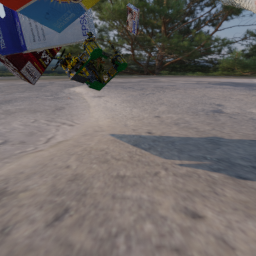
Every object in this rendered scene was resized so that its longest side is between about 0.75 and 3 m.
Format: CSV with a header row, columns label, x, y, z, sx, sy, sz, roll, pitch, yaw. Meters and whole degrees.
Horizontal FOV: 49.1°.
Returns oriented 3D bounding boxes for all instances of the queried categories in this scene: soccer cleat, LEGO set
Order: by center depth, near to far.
label,x,y,z,sx,sy,sz,roll,pitch,yaw
soccer cleat,2.053,-2.319,4.897,0.595,1.733,0.738,-13,-22,-40
LEGO set,-0.825,-1.507,6.001,1.524,1.172,0.883,-2,53,-55

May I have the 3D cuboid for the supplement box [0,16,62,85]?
label,x,y,z,sx,sy,sz,roll,pitch,yaw
supplement box,-2.474,-2.855,7.901,0.883,2.899,1.578,28,-12,18

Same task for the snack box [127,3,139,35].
label,x,y,z,sx,sy,sz,roll,pitch,yaw
snack box,0.163,-3.640,9.444,0.424,0.143,1.180,35,-16,11

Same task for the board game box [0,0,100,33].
label,x,y,z,sx,sy,sz,roll,pitch,yaw
board game box,-1.020,-2.421,4.310,1.974,0.398,1.510,-25,-22,32

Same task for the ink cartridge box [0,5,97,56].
label,x,y,z,sx,sy,sz,roll,pitch,yaw
ink cartridge box,-2.046,-2.946,6.329,2.293,2.251,0.496,-15,15,-15
